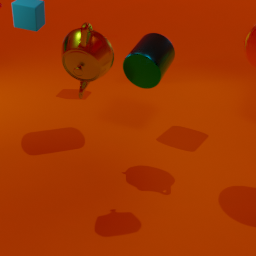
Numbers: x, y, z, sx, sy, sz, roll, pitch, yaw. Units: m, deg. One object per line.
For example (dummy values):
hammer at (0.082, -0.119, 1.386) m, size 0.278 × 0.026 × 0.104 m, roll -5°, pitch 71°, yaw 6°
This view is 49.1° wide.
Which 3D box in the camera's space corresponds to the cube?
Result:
cube at (-3.384, -3.906, 9.605) m, size 0.816 × 0.816 × 0.816 m, roll 11°, pitch 40°, yaw 0°

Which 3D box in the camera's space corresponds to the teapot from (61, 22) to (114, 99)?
teapot at (-0.814, -1.271, 5.326) m, size 1.027 × 1.652 × 0.809 m, roll 16°, pitch 53°, yaw 2°

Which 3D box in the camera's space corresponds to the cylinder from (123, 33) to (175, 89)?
cylinder at (0.536, -1.690, 7.064) m, size 1.027 × 1.027 × 1.027 m, roll 14°, pitch 50°, yaw 24°

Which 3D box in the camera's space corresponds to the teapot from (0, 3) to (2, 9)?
teapot at (-2.179, -2.120, 3.682) m, size 0.791 × 1.273 × 0.623 m, roll -40°, pitch 20°, yaw 3°

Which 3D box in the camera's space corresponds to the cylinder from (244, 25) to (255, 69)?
cylinder at (3.593, -2.097, 6.938) m, size 1.253 × 1.253 × 1.253 m, roll 13°, pitch 26°, yaw 22°
